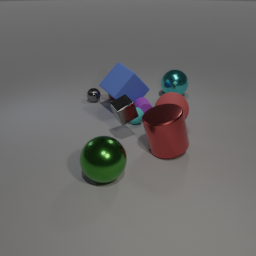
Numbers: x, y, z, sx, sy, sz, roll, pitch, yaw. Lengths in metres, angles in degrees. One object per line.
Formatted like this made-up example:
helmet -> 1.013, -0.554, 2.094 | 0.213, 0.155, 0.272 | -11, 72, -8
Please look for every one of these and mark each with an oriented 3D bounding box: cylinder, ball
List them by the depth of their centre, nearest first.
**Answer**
ball -> -0.734, 0.929, 8.370 | 1.400, 1.400, 1.400 | 0, 28, 0
cylinder -> 1.308, 0.090, 9.641 | 1.400, 1.400, 1.400 | -13, 30, 8
ball -> 1.787, -0.759, 11.482 | 1.400, 1.400, 1.400 | 0, 28, 0
ball -> 0.314, -0.526, 11.837 | 0.700, 0.700, 0.700 | 0, 28, 0
cylinder -> 0.672, -0.923, 12.483 | 0.700, 0.700, 0.700 | -6, 31, -11
ball -> -1.708, -1.644, 13.957 | 0.700, 0.700, 0.700 | 0, 28, 0
ball -> 2.393, -2.293, 14.384 | 1.400, 1.400, 1.400 | 0, 28, 0

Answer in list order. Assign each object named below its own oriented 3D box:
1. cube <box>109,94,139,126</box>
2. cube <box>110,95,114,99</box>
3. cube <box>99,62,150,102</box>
cube -> -0.142, -0.658, 10.128 | 0.700, 0.700, 0.700 | -31, 42, -10
cube -> -0.596, -1.946, 14.362 | 0.700, 0.700, 0.700 | -10, 23, -4
cube -> -0.167, -1.880, 12.852 | 1.400, 1.400, 1.400 | -49, 46, 3
